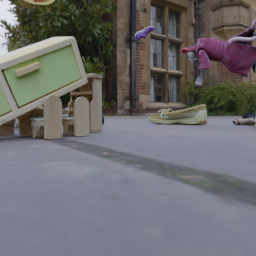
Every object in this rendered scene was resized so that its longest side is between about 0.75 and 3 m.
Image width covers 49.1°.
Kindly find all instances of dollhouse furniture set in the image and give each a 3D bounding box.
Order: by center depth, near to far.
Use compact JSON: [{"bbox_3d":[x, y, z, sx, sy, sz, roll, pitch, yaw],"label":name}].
[{"bbox_3d":[-1.567,-0.547,6.066,1.927,1.365,2.098,2,3,37],"label":"dollhouse furniture set"},{"bbox_3d":[-3.696,-0.447,9.500,1.744,1.229,1.222,-31,-11,24],"label":"dollhouse furniture set"}]

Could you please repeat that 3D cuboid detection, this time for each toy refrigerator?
[{"bbox_3d":[-1.929,-0.772,4.811,2.423,0.920,0.848,-33,34,-33],"label":"toy refrigerator"}]

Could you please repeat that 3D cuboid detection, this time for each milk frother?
[{"bbox_3d":[-1.618,-0.391,10.287,1.089,1.045,1.157,3,-39,44],"label":"milk frother"}]

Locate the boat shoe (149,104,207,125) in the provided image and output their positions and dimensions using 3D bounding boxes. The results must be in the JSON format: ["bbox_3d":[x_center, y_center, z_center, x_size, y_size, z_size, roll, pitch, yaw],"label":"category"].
[{"bbox_3d":[1.986,-0.552,11.455,2.564,0.807,0.935,3,4,42],"label":"boat shoe"}]

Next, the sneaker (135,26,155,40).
[{"bbox_3d":[0.707,-3.823,11.367,0.859,0.358,0.346,-27,-3,7],"label":"sneaker"}]

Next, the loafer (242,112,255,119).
[{"bbox_3d":[6.832,-0.685,13.487,2.455,0.862,0.833,1,3,22],"label":"loafer"}]

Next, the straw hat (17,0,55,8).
[{"bbox_3d":[-2.548,-3.370,7.049,1.370,1.370,0.580,-2,-27,-31],"label":"straw hat"}]

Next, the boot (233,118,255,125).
[{"bbox_3d":[4.358,-0.213,10.564,0.615,0.295,0.841,-6,2,1],"label":"boot"}]

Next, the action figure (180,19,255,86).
[{"bbox_3d":[2.720,-2.268,8.344,2.300,1.541,1.713,9,-30,10],"label":"action figure"}]
